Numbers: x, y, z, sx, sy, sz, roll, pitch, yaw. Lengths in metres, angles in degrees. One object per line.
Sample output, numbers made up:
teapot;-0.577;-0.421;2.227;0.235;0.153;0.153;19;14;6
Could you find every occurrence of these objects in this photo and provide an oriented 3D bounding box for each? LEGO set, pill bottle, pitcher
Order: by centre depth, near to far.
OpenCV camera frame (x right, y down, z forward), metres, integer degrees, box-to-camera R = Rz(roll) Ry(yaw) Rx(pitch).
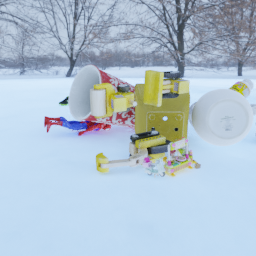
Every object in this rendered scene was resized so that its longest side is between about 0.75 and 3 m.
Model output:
LEGO set;1.187;0.511;6.753;0.919;0.743;1.997;6;19;32
pitcher;3.246;-0.441;8.978;2.451;1.732;2.857;-12;4;9
pill bottle;6.002;-1.910;15.338;1.960;1.022;1.022;-37;29;-22

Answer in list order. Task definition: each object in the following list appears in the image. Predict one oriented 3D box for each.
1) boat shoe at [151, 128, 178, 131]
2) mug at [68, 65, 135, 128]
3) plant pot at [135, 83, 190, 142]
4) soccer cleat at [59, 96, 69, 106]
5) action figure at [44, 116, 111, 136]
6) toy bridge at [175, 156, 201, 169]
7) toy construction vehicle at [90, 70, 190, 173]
boat shoe;1.271;0.003;10.096;1.169;0.388;0.437;5;14;20
mug;-0.566;-1.120;10.147;2.753;1.837;2.444;13;32;-41
plant pot;1.074;-0.307;8.669;1.772;1.783;1.824;0;22;2
soccer cleat;-3.712;-1.666;16.974;0.459;0.551;1.359;7;15;28
action figure;-1.718;-0.073;10.036;2.425;0.627;0.793;-1;18;-26
toy bridge;1.518;0.842;7.079;0.278;0.113;0.827;-6;14;-34
toy construction vehicle;0.417;-0.195;6.799;2.665;2.320;0.939;-9;22;-33
